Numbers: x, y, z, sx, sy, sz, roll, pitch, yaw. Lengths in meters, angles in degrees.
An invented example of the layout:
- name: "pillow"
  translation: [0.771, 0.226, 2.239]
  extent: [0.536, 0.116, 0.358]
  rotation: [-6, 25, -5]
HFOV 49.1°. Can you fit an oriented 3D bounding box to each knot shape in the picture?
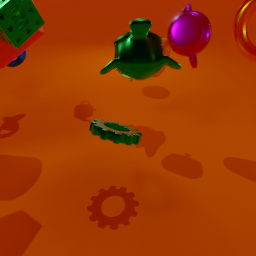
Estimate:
- name: "knot shape"
  translation: [-3.629, -2.495, 8.702]
  extent: [0.636, 1.289, 1.377]
  rotation: [-7, 48, -2]

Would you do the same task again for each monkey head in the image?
- name: "monkey head"
  translation: [0.511, -1.974, 7.863]
  extent: [1.149, 1.907, 1.372]
  rotation: [19, 36, 11]
- name: "monkey head"
  translation: [0.164, -1.035, 3.821]
  extent: [1.148, 0.692, 0.826]
  rotation: [-4, -7, -2]

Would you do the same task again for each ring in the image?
- name: "ring"
  translation: [3.368, -2.358, 6.533]
  extent: [1.790, 1.790, 0.358]
  rotation: [17, 27, 25]

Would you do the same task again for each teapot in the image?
- name: "teapot"
  translation: [1.535, -2.327, 6.886]
  extent: [1.074, 1.727, 0.846]
  rotation: [-7, -2, 27]

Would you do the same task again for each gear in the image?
- name: "gear"
  translation: [-0.252, 0.076, 5.802]
  extent: [1.077, 0.199, 1.077]
  rotation: [14, 12, -3]

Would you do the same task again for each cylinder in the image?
- name: "cylinder"
  translation: [-2.935, -2.329, 6.476]
  extent: [1.382, 1.382, 1.382]
  rotation: [-36, 33, 8]

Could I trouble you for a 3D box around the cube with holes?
- name: "cube with holes"
  translation: [-2.101, -2.007, 4.941]
  extent: [0.726, 0.726, 0.726]
  rotation: [31, 72, 28]
